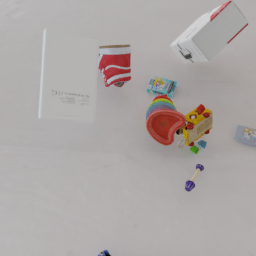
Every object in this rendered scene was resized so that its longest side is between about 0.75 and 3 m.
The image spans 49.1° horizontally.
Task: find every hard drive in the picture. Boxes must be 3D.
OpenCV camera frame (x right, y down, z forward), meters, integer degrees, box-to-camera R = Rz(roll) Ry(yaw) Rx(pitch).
[{"bbox_3d":[-1.632,-1.405,7.903,1.597,0.318,2.421,5,86,-32],"label":"hard drive"}]

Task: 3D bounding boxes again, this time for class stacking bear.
[{"bbox_3d":[1.036,-0.442,8.361,0.993,1.060,1.745,25,27,-7],"label":"stacking bear"}]

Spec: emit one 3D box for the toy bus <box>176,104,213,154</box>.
[{"bbox_3d":[1.788,-0.046,7.991,0.719,1.392,1.313,31,97,43],"label":"toy bus"}]

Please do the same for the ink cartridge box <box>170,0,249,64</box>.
[{"bbox_3d":[2.531,-3.008,9.169,1.656,2.256,0.935,-44,103,3],"label":"ink cartridge box"}]

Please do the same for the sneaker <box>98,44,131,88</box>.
[{"bbox_3d":[-0.783,-2.069,9.462,0.861,1.359,2.417,-20,23,-37],"label":"sneaker"}]

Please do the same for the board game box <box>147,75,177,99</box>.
[{"bbox_3d":[1.174,-1.420,9.669,0.889,0.209,0.671,17,57,12],"label":"board game box"}]

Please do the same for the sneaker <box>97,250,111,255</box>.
[{"bbox_3d":[-0.227,3.195,6.154,1.270,0.498,0.478,30,20,17],"label":"sneaker"}]

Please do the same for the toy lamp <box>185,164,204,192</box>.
[{"bbox_3d":[1.767,1.333,7.501,0.270,0.270,0.928,26,45,17],"label":"toy lamp"}]

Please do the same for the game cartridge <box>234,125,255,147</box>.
[{"bbox_3d":[3.707,0.258,8.514,0.868,0.180,0.578,16,52,13],"label":"game cartridge"}]
